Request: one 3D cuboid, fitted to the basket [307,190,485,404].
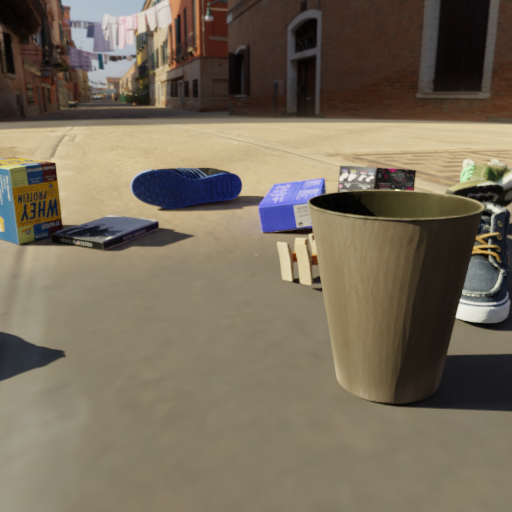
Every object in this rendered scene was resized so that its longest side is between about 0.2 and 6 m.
[{"bbox_3d":[1.394,0.401,5.837,1.770,1.963,1.335,9,20,36],"label":"basket"}]

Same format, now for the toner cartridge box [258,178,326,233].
[{"bbox_3d":[0.928,-1.229,13.101,1.349,0.613,2.840,-4,16,11],"label":"toner cartridge box"}]

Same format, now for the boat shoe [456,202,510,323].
[{"bbox_3d":[3.293,-0.008,8.403,0.974,1.250,2.753,6,18,19],"label":"boat shoe"}]

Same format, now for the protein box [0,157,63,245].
[{"bbox_3d":[-5.003,-1.190,11.672,1.564,1.552,1.055,12,21,34],"label":"protein box"}]

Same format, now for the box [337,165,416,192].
[{"bbox_3d":[2.983,-1.699,13.924,1.743,1.000,1.151,-5,13,-43],"label":"box"}]

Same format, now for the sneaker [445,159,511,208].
[{"bbox_3d":[4.917,-1.610,12.542,2.776,1.068,1.230,-13,51,-36],"label":"sneaker"}]

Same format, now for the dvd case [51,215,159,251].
[{"bbox_3d":[-3.128,-0.520,11.766,1.369,0.225,1.822,8,19,26],"label":"dvd case"}]

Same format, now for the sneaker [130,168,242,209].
[{"bbox_3d":[-1.907,-1.824,14.817,2.970,1.042,1.157,-2,11,-24],"label":"sneaker"}]

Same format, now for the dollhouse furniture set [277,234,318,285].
[{"bbox_3d":[1.553,0.122,9.006,1.837,0.946,1.817,-13,11,-30],"label":"dollhouse furniture set"}]
